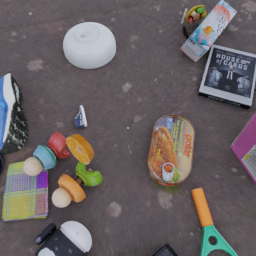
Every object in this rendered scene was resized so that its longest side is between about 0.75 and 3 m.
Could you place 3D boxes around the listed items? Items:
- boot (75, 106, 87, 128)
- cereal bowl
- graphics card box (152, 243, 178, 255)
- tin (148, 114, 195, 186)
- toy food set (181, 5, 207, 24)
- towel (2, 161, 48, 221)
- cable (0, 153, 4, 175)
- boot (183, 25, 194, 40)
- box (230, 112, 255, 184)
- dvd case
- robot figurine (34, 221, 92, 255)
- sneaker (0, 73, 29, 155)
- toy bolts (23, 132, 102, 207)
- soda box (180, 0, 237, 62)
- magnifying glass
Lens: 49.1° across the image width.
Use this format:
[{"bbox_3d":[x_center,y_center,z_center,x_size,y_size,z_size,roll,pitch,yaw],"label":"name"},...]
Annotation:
[{"bbox_3d":[-1.520,-0.359,8.755,0.343,0.276,0.759,-10,62,-12],"label":"boot"},{"bbox_3d":[-1.390,-3.106,10.023,1.946,0.811,1.946,0,60,-1],"label":"cereal bowl"},{"bbox_3d":[1.085,4.185,5.920,1.771,0.718,2.823,-35,68,-18],"label":"graphics card box"},{"bbox_3d":[1.263,0.619,8.132,1.229,0.459,2.194,8,61,10],"label":"tin"},{"bbox_3d":[2.552,-4.163,10.491,1.164,0.685,0.380,-24,62,-30],"label":"toy food set"},{"bbox_3d":[-2.769,1.683,7.656,1.193,0.189,1.662,-7,60,-3],"label":"towel"},{"bbox_3d":[-4.715,1.070,7.773,2.305,0.586,1.881,11,61,7],"label":"cable"},{"bbox_3d":[2.364,-3.570,10.615,0.387,0.298,0.798,-12,69,-19],"label":"boot"},{"bbox_3d":[4.610,-0.008,7.246,2.889,2.541,1.397,-21,62,-12],"label":"box"},{"bbox_3d":[3.472,-1.813,9.584,1.727,0.284,2.297,17,62,9],"label":"dvd case"},{"bbox_3d":[-1.537,2.911,6.546,1.498,1.126,0.935,-46,35,-22],"label":"robot figurine"},{"bbox_3d":[-3.832,-0.351,8.413,1.266,1.116,2.841,-19,54,-3],"label":"sneaker"},{"bbox_3d":[-1.824,0.955,7.239,1.894,1.809,1.313,32,55,27],"label":"toy bolts"},{"bbox_3d":[2.935,-3.546,10.148,0.780,0.839,2.452,39,66,-3],"label":"soda box"},{"bbox_3d":[2.089,2.722,7.024,0.973,0.274,2.444,-9,60,-5],"label":"magnifying glass"}]
